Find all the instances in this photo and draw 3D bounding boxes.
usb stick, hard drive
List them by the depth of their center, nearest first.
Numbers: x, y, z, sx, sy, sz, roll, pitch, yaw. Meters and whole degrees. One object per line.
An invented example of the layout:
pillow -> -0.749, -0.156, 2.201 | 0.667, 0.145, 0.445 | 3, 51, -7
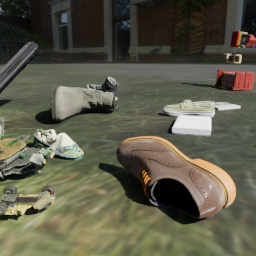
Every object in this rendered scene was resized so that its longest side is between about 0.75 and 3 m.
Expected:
hard drive -> 1.645, -0.079, 7.099 | 0.881, 0.169, 1.335 | 4, 16, 15
usb stick -> -3.893, -1.618, 8.852 | 2.942, 0.480, 0.816 | -57, 15, -24

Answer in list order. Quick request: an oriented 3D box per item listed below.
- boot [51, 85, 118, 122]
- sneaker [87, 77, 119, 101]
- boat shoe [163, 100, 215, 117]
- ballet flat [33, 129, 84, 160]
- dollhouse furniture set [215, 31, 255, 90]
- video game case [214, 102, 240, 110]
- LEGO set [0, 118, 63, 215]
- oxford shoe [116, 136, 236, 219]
boot -> -1.220, -0.833, 8.501 | 1.801, 0.934, 2.757 | 3, 16, 0
sneaker -> -0.904, -1.577, 10.488 | 1.373, 0.781, 0.518 | 26, 19, 26
boat shoe -> 1.828, -0.614, 8.465 | 1.546, 0.480, 0.557 | 2, 15, 7
ballet flat -> -1.371, 0.270, 5.342 | 1.280, 0.475, 0.475 | 10, 18, 32
dollhouse furniture set -> 5.572, -3.464, 14.334 | 1.197, 2.943, 1.584 | 0, 13, -18
video game case -> 3.266, -0.760, 9.725 | 0.892, 0.106, 0.812 | -6, 16, -18
LEGO set -> -1.757, 0.620, 4.105 | 1.559, 0.680, 2.401 | -4, 29, -7
oxford shoe -> 0.393, 0.590, 3.764 | 0.701, 0.685, 1.922 | -19, 24, -38
